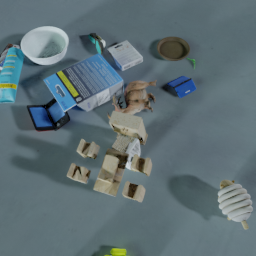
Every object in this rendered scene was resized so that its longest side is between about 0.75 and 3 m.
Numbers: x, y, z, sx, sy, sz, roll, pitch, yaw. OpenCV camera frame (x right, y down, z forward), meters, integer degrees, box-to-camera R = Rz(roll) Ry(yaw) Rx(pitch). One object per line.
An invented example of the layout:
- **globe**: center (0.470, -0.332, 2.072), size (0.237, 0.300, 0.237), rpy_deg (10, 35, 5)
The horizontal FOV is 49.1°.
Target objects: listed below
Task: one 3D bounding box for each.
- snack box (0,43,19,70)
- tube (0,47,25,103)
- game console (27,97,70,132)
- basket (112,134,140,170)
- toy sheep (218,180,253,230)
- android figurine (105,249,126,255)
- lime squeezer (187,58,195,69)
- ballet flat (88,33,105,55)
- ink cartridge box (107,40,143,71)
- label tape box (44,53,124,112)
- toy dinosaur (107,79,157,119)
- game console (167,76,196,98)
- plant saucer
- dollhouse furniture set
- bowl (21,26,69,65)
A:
- **snack box**: center (-5.799, -3.405, 13.345), size (0.556, 0.188, 1.547), rpy_deg (14, 60, 8)
- **tube**: center (-5.259, -2.275, 12.453), size (1.098, 0.714, 2.835), rpy_deg (-4, 63, 12)
- **game console**: center (-3.193, -0.622, 11.245), size (1.200, 0.827, 1.393), rpy_deg (-37, 62, 12)
- **basket**: center (-0.063, 0.839, 10.232), size (0.737, 1.194, 0.809), rpy_deg (25, 63, 21)
- **toy sheep**: center (3.537, 2.489, 9.249), size (1.166, 1.166, 1.691), rpy_deg (-17, 60, -10)
- **android figurine**: center (-0.364, 4.371, 8.618), size (1.343, 0.276, 1.223), rpy_deg (4, 59, 0)
- **lime squeezer**: center (3.060, -3.092, 13.192), size (0.267, 0.143, 0.756), rpy_deg (-17, 61, -10)
- **ballet flat**: center (-1.417, -4.178, 13.649), size (0.514, 0.511, 1.502), rpy_deg (-20, 61, -21)
- **ink cartridge box**: center (-0.156, -3.457, 13.323), size (1.161, 0.361, 1.442), rpy_deg (-28, 58, -16)
- **label tape box**: center (-1.854, -1.798, 11.975), size (2.767, 0.915, 1.983), rpy_deg (-31, 63, -15)
- **toy dinosaur**: center (0.205, -1.311, 11.616), size (1.769, 1.120, 2.610), rpy_deg (9, 54, 13)
- **game console**: center (2.385, -1.836, 12.459), size (0.975, 0.577, 0.832), rpy_deg (-29, 94, -16)
- **plant saucer**: center (2.189, -3.807, 13.567), size (1.604, 0.236, 1.604), rpy_deg (0, 58, 0)
- **dollhouse furniture set**: center (-0.312, 1.007, 9.662), size (2.411, 1.708, 2.625), rpy_deg (14, 72, 15)
- **bowl**: center (-3.769, -3.652, 13.044), size (2.140, 0.962, 2.140), rpy_deg (0, 58, 0)
